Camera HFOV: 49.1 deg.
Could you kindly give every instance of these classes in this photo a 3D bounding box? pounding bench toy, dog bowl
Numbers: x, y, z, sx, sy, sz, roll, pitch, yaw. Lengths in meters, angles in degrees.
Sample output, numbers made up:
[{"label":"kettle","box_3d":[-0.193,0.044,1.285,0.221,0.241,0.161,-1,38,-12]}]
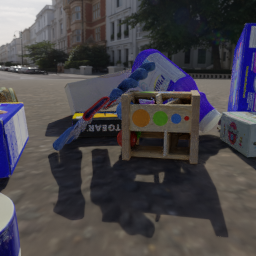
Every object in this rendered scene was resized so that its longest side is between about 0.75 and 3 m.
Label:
[{"label":"pounding bench toy","box_3d":[0.643,-0.166,5.778,1.511,1.204,1.938,2,12,11]},{"label":"dog bowl","box_3d":[-1.519,0.956,2.159,1.278,0.503,1.278,0,12,0]}]

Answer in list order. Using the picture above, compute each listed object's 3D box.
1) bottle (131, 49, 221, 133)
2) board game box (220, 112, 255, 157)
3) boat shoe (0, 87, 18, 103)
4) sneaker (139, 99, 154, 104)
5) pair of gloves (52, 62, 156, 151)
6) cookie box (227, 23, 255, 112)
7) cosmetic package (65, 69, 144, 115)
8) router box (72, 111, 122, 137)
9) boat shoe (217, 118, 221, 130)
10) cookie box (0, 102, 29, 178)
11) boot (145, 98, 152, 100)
[{"label":"bottle","box_3d":[1.245,-0.984,7.553,0.899,1.150,2.754,-25,60,-34]},{"label":"board game box","box_3d":[3.247,0.086,5.863,2.141,0.688,1.580,1,11,-1]},{"label":"boat shoe","box_3d":[-4.787,-0.986,10.630,0.897,1.000,2.703,-23,20,-29]},{"label":"sneaker","box_3d":[0.681,-0.470,8.547,2.183,0.791,1.245,-3,12,37]},{"label":"pair of gloves","box_3d":[-0.506,-0.445,5.873,2.562,0.292,2.060,-45,6,-27]},{"label":"cookie box","box_3d":[3.706,-1.509,8.339,1.064,2.422,2.832,6,4,15]},{"label":"cosmetic package","box_3d":[-0.630,-1.326,9.836,2.918,1.067,1.511,-15,7,-17]},{"label":"router box","box_3d":[-0.511,-0.141,7.417,1.826,0.466,1.362,-2,12,-7]},{"label":"boat shoe","box_3d":[2.948,-0.077,7.277,1.238,0.407,0.442,8,14,33]},{"label":"cookie box","box_3d":[-3.003,0.145,4.918,2.111,0.927,2.467,-4,12,-13]},{"label":"boot","box_3d":[1.059,-0.865,10.513,1.841,0.674,1.386,-1,10,15]}]
